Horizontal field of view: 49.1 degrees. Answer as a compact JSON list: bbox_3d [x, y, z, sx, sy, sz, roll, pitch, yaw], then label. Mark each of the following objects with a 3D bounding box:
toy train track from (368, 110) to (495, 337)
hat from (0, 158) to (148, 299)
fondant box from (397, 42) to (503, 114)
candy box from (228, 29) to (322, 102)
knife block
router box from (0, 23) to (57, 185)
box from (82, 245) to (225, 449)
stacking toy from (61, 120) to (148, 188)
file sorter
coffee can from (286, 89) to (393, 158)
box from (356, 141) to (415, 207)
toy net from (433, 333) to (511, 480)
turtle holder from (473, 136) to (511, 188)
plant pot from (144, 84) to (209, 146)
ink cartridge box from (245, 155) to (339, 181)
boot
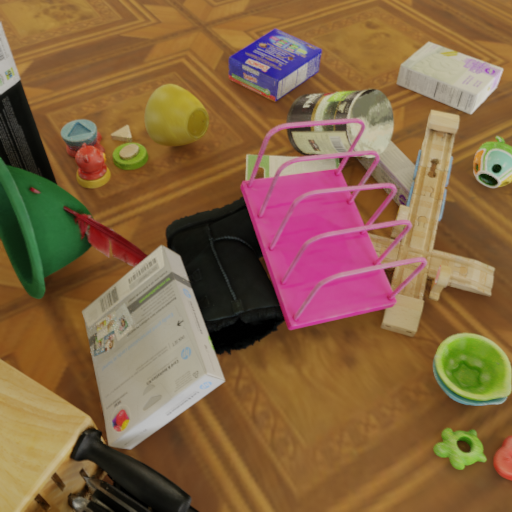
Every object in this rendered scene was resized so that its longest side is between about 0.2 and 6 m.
[{"bbox_3d":[2.635,-0.789,8.656,2.372,0.673,4.135,15,62,10],"label":"toy train track"},{"bbox_3d":[-2.550,-0.630,8.416,2.254,2.561,2.121,-22,22,-30],"label":"hat"},{"bbox_3d":[4.072,-3.785,11.826,1.748,0.509,1.261,32,57,23],"label":"fondant box"},{"bbox_3d":[0.405,-4.116,12.039,1.333,0.607,1.577,34,57,24],"label":"candy box"},{"bbox_3d":[-2.460,2.143,6.285,3.607,1.315,4.109,-11,50,-10],"label":"knife block"},{"bbox_3d":[-4.708,-2.322,8.590,2.645,3.546,0.905,20,51,17],"label":"router box"},{"bbox_3d":[-1.403,1.116,7.183,1.612,0.426,2.068,-38,50,15],"label":"box"},{"bbox_3d":[-2.811,-2.083,10.292,1.389,0.648,1.534,-22,54,-17],"label":"stacking toy"},{"bbox_3d":[0.987,-0.485,7.435,1.604,1.448,2.308,-10,65,-18],"label":"file sorter"},{"bbox_3d":[1.442,-2.290,9.770,1.117,1.117,1.526,-38,31,-27],"label":"coffee can"},{"bbox_3d":[2.243,-1.786,10.137,0.527,0.492,2.544,-20,53,-16],"label":"box"},{"bbox_3d":[3.789,1.901,6.867,3.154,0.609,1.655,4,50,6],"label":"toy net"},{"bbox_3d":[4.285,-1.517,9.855,0.992,0.753,0.704,41,69,-15],"label":"turtle holder"},{"bbox_3d":[-1.335,-2.494,10.222,0.803,1.131,1.131,23,52,34],"label":"plant pot"},{"bbox_3d":[0.650,-1.229,9.728,1.663,0.399,1.210,0,50,0],"label":"ink cartridge box"},{"bbox_3d":[-0.043,0.139,8.199,2.645,0.979,2.167,-18,49,-5],"label":"boot"}]
